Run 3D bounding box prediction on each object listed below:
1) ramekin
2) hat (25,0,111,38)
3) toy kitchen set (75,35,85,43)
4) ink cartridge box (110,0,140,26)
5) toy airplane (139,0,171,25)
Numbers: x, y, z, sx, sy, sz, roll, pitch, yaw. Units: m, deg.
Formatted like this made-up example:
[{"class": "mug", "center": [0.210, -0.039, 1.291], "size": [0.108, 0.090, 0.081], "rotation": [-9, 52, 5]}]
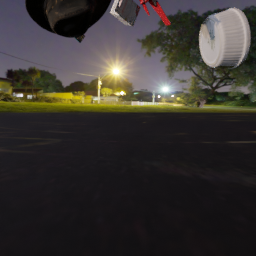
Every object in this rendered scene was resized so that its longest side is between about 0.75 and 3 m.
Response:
[{"class": "ramekin", "center": [2.980, -2.786, 8.938], "size": [0.879, 1.889, 1.889], "rotation": [-10, 5, -8]}, {"class": "hat", "center": [-1.678, -3.521, 8.457], "size": [2.727, 1.100, 2.727], "rotation": [-13, -25, -6]}, {"class": "toy kitchen set", "center": [-2.441, -3.923, 11.214], "size": [1.146, 0.675, 0.918], "rotation": [45, 3, 29]}, {"class": "ink cartridge box", "center": [-0.152, -4.421, 10.366], "size": [0.455, 0.785, 1.349], "rotation": [26, 8, 29]}, {"class": "toy airplane", "center": [0.539, -3.760, 8.099], "size": [0.353, 1.920, 1.920], "rotation": [-33, -1, 9]}]
